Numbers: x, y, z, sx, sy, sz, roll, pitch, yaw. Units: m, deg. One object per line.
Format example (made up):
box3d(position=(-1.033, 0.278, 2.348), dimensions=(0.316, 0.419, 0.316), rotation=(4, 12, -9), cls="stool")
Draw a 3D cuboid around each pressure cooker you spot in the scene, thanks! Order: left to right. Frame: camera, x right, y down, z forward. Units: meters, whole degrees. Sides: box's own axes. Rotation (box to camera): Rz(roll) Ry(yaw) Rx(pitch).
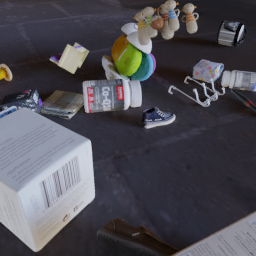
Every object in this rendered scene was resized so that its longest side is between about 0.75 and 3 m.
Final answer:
box3d(position=(6.560, -5.902, 17.557), dimensions=(1.655, 1.455, 1.478), rotation=(21, 28, 25), cls="pressure cooker")

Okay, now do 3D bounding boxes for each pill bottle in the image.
box3d(position=(-0.646, -1.330, 11.346), dimensions=(2.249, 1.281, 1.281), rotation=(-5, 36, -7), cls="pill bottle")
box3d(position=(5.172, -2.206, 12.932), dimensions=(1.503, 0.855, 0.855), rotation=(9, 37, 12), cls="pill bottle")

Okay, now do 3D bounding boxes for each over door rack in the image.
box3d(position=(3.064, -1.786, 12.509), dimensions=(2.058, 0.686, 1.521), rotation=(28, 44, 33), cls="over door rack")

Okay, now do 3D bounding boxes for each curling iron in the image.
box3d(position=(5.190, -1.120, 11.844), dimensions=(0.574, 0.296, 2.314), rotation=(-44, 39, 3), cls="curling iron")

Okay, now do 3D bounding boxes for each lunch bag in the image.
box3d(position=(4.005, -2.867, 13.911), dimensions=(1.083, 0.812, 1.277), rotation=(23, 52, 31), cls="lunch bag")

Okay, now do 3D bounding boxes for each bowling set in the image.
box3d(position=(1.327, -4.257, 10.620), dimensions=(2.593, 1.392, 1.805), rotation=(-10, -2, 14), cls="bowling set")

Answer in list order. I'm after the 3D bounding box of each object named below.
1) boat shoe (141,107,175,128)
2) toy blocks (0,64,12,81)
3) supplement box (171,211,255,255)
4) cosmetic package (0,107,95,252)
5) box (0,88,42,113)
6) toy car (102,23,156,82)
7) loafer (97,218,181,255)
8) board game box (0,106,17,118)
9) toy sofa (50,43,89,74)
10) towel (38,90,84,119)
box3d(position=(1.188, -0.488, 10.698), dimensions=(1.461, 0.678, 0.546), rotation=(-17, 39, -22), cls="boat shoe")
box3d(position=(-7.065, -2.345, 13.101), dimensions=(2.022, 0.881, 2.426), rotation=(23, 42, 28), cls="toy blocks")
box3d(position=(1.564, 2.882, 4.998), dimensions=(2.998, 1.889, 1.102), rotation=(-17, 41, -21), cls="supplement box")
box3d(position=(-2.526, 1.151, 7.171), dimensions=(2.584, 2.132, 2.130), rotation=(24, 42, 29), cls="cosmetic package")
box3d(position=(-4.219, -0.966, 11.136), dimensions=(1.329, 0.705, 0.812), rotation=(-14, 36, 2), cls="box")
box3d(position=(0.270, -3.330, 13.597), dimensions=(2.249, 2.625, 3.000), rotation=(26, 25, -29), cls="toy car")
box3d(position=(0.405, 2.571, 6.327), dimensions=(2.254, 0.823, 0.800), rotation=(17, 40, 21), cls="loafer")
box3d(position=(-4.113, 0.623, 7.962), dimensions=(0.291, 2.249, 2.250), rotation=(42, 48, 10), cls="board game box")
box3d(position=(-2.324, -2.975, 11.390), dimensions=(1.049, 0.890, 2.149), rotation=(30, 15, -11), cls="toy sofa")
box3d(position=(-2.764, -1.070, 11.820), dimensions=(1.746, 0.313, 1.814), rotation=(12, 38, 16), cls="towel")
